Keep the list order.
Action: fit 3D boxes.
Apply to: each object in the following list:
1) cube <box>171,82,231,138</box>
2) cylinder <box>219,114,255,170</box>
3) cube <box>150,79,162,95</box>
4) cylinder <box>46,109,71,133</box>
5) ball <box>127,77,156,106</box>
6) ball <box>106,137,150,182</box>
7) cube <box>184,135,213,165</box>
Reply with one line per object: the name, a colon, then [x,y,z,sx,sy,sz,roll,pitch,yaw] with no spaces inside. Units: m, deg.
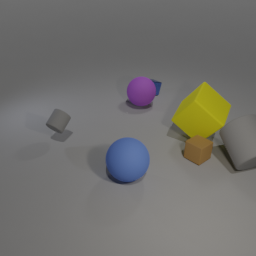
cube: [2.759,-0.571,10.541,1.400,1.400,1.400,41,47,-4]
cylinder: [3.976,0.487,9.305,1.400,1.400,1.400,-9,61,-15]
cube: [1.238,-2.181,14.818,0.700,0.700,0.700,-4,25,-42]
cylinder: [-2.635,-0.260,10.605,0.700,0.700,0.700,17,70,27]
ball: [0.640,-1.752,13.426,1.400,1.400,1.400,0,30,0]
ball: [-0.010,0.998,8.888,1.400,1.400,1.400,0,30,0]
cube: [2.494,0.769,9.940,0.700,0.700,0.700,-23,37,-36]
